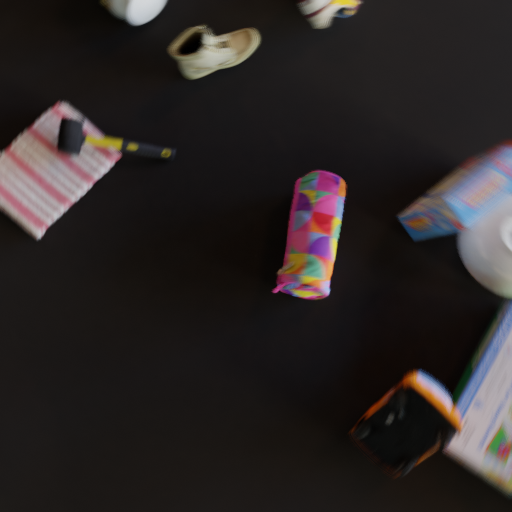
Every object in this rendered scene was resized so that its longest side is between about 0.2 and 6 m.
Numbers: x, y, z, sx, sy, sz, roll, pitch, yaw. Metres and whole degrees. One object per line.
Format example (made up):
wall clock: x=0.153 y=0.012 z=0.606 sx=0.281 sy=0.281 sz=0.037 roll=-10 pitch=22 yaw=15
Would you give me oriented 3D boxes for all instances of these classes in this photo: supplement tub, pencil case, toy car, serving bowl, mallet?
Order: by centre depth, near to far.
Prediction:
toy car: x=3.324 y=2.913 z=8.214 sx=3.629 sy=1.780 sz=1.208 roll=26 pitch=35 yaw=20
pencil case: x=0.929 y=-0.331 z=9.429 sx=0.961 sy=0.961 sz=2.175 roll=11 pitch=73 yaw=3
serving bowl: x=4.471 y=-0.245 z=9.572 sx=1.830 sy=0.602 sz=1.830 roll=0 pitch=75 yaw=1
mallet: x=-2.509 y=-1.879 z=9.989 sx=2.048 sy=0.422 sz=0.675 roll=16 pitch=89 yaw=-13
supplement tub: x=-2.546 y=-5.266 z=10.669 sx=1.077 sy=1.077 sz=1.492 roll=-43 pitch=78 yaw=-10

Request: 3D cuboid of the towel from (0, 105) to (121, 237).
towel: x=-3.718 y=-1.551 z=10.097 sx=1.574 sy=0.322 sz=2.151 roll=41 pitch=79 yaw=7

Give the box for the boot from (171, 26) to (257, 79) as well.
boot: x=-0.730 y=-3.803 z=10.106 sx=1.535 sy=1.187 sz=0.553 roll=-24 pitch=88 yaw=5

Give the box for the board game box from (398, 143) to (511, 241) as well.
board game box: x=3.485 y=-1.062 z=9.129 sx=1.846 sy=1.807 sz=0.516 roll=-37 pitch=92 yaw=-10

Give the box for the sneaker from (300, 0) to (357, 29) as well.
sneaker: x=1.668 y=-5.244 z=10.874 sx=2.324 sy=0.871 sz=1.047 roll=-41 pitch=120 yaw=-27

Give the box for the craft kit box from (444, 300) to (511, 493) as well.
craft kit box: x=4.548 y=2.494 z=8.852 sx=2.623 sy=0.644 sz=2.656 roll=32 pitch=77 yaw=11
